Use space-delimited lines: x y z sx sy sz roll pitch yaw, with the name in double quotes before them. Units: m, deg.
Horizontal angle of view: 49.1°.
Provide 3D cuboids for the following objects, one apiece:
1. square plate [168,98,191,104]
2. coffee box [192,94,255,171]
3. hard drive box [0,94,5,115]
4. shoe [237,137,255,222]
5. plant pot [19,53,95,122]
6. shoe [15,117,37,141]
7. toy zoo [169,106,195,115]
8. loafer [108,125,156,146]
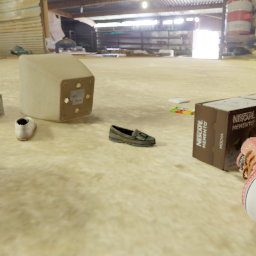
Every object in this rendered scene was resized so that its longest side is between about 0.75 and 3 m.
"square plate" 2.538 -1.372 13.958 0.827 0.118 0.819 -12 22 -33
"coffee box" 3.053 -0.020 7.437 2.669 1.509 1.065 -10 20 -31
"hard drive box" -6.518 -1.007 11.505 2.338 0.898 1.822 16 24 41
"shoe" 2.645 0.906 5.457 2.983 1.066 1.357 -9 18 -41
"plant pot" -2.644 -1.477 11.081 2.125 2.400 2.397 28 31 34
"shoe" -3.408 -0.110 9.331 0.641 0.489 1.833 -10 20 -14
"toy zoo" 2.420 -0.741 11.977 1.118 0.114 0.733 10 20 30
"loafer" 0.100 0.220 8.389 1.506 0.474 0.541 7 19 20
